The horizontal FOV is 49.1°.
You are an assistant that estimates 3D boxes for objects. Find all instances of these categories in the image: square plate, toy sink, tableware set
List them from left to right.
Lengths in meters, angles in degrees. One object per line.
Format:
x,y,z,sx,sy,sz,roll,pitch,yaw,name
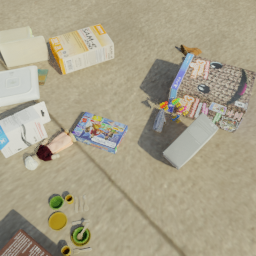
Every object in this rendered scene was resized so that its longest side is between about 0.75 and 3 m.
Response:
-4.871,-1.848,11.897,2.074,0.295,2.055,-12,56,-7,square plate
-4.736,-3.764,12.770,1.960,1.278,1.098,-14,54,-9,toy sink
-1.780,2.860,8.419,1.255,0.286,1.863,-8,54,-6,tableware set

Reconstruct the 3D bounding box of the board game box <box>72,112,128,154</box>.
-1.049,0.154,10.428,1.771,0.305,1.199,19,55,14,board game box

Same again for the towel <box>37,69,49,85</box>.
-3.936,-2.244,12.368,0.701,0.104,0.956,2,55,3,towel

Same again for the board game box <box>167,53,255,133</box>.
3.226,-1.417,10.950,2.771,1.342,2.210,19,55,13,board game box

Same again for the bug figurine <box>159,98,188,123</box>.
1.732,-0.715,10.555,0.870,1.122,0.289,-30,30,31,bug figurine

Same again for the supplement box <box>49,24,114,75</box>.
-2.038,-3.539,12.453,2.478,0.911,1.562,-22,59,-15,supplement box

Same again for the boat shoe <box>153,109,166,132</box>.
1.270,-0.275,10.770,0.371,0.377,1.062,30,50,-12,boat shoe

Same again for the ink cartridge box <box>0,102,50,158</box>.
-3.666,0.045,9.958,2.062,1.196,0.699,-30,59,-21,ink cartridge box

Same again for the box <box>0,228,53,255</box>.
-2.230,3.957,7.191,2.599,0.974,1.301,29,58,22,box

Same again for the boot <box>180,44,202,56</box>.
2.994,-3.723,13.338,0.718,0.342,0.928,-28,69,-19,boot

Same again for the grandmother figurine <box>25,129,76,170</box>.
-2.746,0.808,9.833,1.896,0.574,1.150,-36,33,-21,grandmother figurine

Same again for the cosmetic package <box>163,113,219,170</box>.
2.049,0.489,9.328,1.855,0.991,0.837,-41,76,-4,cosmetic package
